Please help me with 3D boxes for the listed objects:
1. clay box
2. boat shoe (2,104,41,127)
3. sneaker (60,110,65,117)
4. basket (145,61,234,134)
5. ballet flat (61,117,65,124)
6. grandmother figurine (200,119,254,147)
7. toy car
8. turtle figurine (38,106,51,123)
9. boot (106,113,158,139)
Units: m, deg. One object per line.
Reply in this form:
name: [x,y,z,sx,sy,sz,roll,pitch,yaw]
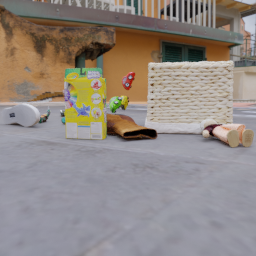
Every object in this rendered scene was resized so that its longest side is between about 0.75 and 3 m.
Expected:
clay box: [-1.224,-0.698,8.149,1.161,2.021,0.481,2,7,10]
boat shoe: [-4.304,-0.528,11.756,2.624,0.944,0.862,-5,6,41]
sneaker: [-3.800,-0.878,16.619,0.433,0.381,1.023,-2,7,-13]
basket: [2.092,-1.115,10.311,2.978,2.395,2.951,-1,8,6]
ballet flat: [-2.246,-0.318,12.086,1.243,0.422,0.468,-2,-13,1]
grandmother figurine: [2.635,0.081,7.816,1.238,0.618,2.041,8,8,-12]
toy car: [-0.328,-1.173,10.779,0.399,1.791,1.685,24,41,12]
turtle figurine: [-3.985,-0.565,13.074,0.920,0.619,1.229,-12,18,18]
boot: [-0.482,0.056,8.638,2.073,0.754,2.202,5,11,-24]
